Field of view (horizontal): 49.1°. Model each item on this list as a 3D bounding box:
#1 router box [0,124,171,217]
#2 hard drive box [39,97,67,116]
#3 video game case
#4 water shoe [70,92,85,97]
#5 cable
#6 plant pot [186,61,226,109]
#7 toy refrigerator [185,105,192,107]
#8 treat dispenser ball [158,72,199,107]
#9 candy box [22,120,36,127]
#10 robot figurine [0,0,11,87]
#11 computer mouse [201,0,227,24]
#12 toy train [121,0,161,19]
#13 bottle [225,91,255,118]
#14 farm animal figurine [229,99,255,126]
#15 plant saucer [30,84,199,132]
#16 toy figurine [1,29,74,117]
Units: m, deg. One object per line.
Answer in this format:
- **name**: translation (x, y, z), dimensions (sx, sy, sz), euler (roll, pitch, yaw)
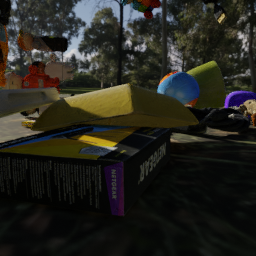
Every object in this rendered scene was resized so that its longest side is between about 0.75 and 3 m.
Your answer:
- **router box**: translation (-0.404, 0.318, 3.318), dimensions (1.494, 0.512, 2.004), euler (3, 9, 18)
- **hard drive box**: translation (-1.860, -0.611, 8.844), dimensions (1.241, 0.612, 1.593), euler (1, 2, 11)
- **video game case**: translation (-2.779, -0.057, 4.085), dimensions (2.950, 0.325, 2.689), euler (-14, 8, 6)
- **water shoe**: translation (-2.373, -1.658, 16.144), dimensions (1.987, 0.784, 0.710), euler (0, 8, -1)
- **cable**: translation (1.723, -0.374, 7.488), dimensions (2.304, 0.717, 2.824), euler (-5, 9, -32)
- **plant pot**: translation (3.117, -1.790, 13.491), dimensions (2.427, 2.271, 2.271), euler (-14, 8, 4)
- **toy refrigerator**: translation (1.715, -0.609, 10.130), dimensions (1.119, 0.425, 0.392), euler (0, 8, -2)
- **treat dispenser ball**: translation (2.140, -1.520, 11.965), dimensions (1.756, 1.756, 1.756), euler (0, 8, 0)
- **candy box**: translation (-2.351, -0.159, 7.925), dimensions (0.599, 0.155, 1.172), euler (0, 6, 25)
- **robot figurine**: translation (-3.142, -2.006, 5.464), dimensions (1.751, 2.415, 0.703), euler (-8, 3, -25)
- **computer mouse**: translation (1.833, -2.877, 5.469), dimensions (0.618, 1.886, 2.685), euler (-9, 40, 1)
- **toy train**: translation (0.526, -4.109, 8.338), dimensions (1.088, 0.796, 1.881), euler (11, -9, -14)
- **bottle**: translation (4.252, -0.920, 10.503), dimensions (1.175, 0.919, 2.814), euler (4, 9, 18)
- **farm animal figurine**: translation (4.039, -0.563, 8.215), dimensions (1.666, 0.869, 1.648), euler (-4, 9, -28)
- **plant saucer**: translation (-0.167, -0.264, 4.959), dimensions (2.212, 0.536, 2.212), euler (-8, -7, 33)
- **toy figurine**: translation (-3.004, -1.767, 9.659), dimensions (1.806, 2.555, 2.596), euler (4, -19, 0)
